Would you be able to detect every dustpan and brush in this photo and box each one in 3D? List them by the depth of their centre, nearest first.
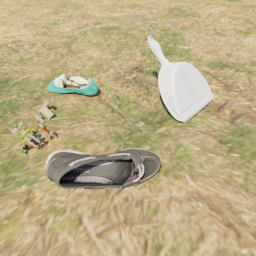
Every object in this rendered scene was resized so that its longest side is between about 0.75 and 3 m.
[{"bbox_3d":[1.541,-1.832,9.387,2.048,2.934,0.840,-35,15,-33],"label":"dustpan and brush"}]

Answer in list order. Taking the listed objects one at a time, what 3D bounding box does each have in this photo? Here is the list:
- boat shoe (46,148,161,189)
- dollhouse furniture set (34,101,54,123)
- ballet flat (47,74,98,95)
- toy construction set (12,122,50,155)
[{"bbox_3d":[-0.362,0.990,6.238,2.843,0.950,0.810,3,18,-28],"label":"boat shoe"},{"bbox_3d":[-2.807,-0.512,9.372,0.704,0.403,0.825,-50,23,-12],"label":"dollhouse furniture set"},{"bbox_3d":[-2.094,-1.660,10.288,2.070,0.728,0.697,7,57,15],"label":"ballet flat"},{"bbox_3d":[-2.725,0.106,7.696,0.901,0.692,0.751,-31,38,9],"label":"toy construction set"}]
